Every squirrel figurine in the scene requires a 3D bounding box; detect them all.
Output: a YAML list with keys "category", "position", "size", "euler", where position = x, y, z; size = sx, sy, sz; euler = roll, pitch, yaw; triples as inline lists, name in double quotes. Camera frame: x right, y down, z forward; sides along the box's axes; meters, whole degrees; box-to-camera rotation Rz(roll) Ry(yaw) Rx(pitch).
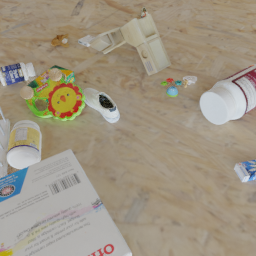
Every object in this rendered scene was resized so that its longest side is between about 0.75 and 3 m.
- category: "squirrel figurine"
  position: [-3.444, -4.415, 13.978]
  size: [0.880, 0.623, 0.821]
  euler: [-25, 44, -27]

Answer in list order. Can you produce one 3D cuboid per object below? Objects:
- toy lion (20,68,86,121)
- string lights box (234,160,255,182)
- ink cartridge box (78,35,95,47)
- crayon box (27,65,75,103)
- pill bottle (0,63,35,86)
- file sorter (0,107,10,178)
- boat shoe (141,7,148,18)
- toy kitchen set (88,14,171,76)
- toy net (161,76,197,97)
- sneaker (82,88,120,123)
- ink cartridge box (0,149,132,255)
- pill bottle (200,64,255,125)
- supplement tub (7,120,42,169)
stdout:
- category: "toy lion"
  position: [-2.649, -1.047, 10.290]
  size: [2.002, 0.687, 1.919]
  euler: [-31, 80, 2]
- category: "string lights box"
  position: [3.857, 1.275, 8.558]
  size: [1.026, 0.302, 0.527]
  euler: [-10, 46, -10]
- category: "ink cartridge box"
  position: [-2.045, -4.464, 14.316]
  size: [0.642, 0.225, 0.789]
  euler: [27, 44, 24]
- category: "crayon box"
  position: [-3.116, -1.843, 11.480]
  size: [1.029, 0.504, 1.732]
  euler: [22, 49, 20]
- category: "pill bottle"
  position: [-4.664, -2.308, 11.768]
  size: [1.378, 0.765, 0.765]
  euler: [-19, 49, -19]
- category: "file sorter"
  position: [-4.923, 0.365, 8.399]
  size: [2.044, 1.834, 2.946]
  euler: [-11, 47, -10]
- category: "boat shoe"
  position: [0.972, -6.600, 16.264]
  size: [0.428, 0.376, 1.203]
  euler: [-1, 47, -3]
- category: "toy kitchen set"
  position: [-0.128, -3.215, 12.461]
  size: [2.200, 2.433, 2.696]
  euler: [-34, 14, -36]
- category: "toy net"
  position: [2.149, -1.839, 11.633]
  size: [1.609, 0.311, 0.844]
  euler: [-25, 50, -26]
- category: "sneaker"
  position: [-1.018, -1.063, 10.551]
  size: [0.764, 0.741, 2.092]
  euler: [-32, 54, -28]
- category: "ink cartridge box"
  position: [-1.526, 2.442, 6.144]
  size: [2.129, 2.092, 2.892]
  euler: [-22, 49, -20]
- category: "pill bottle"
  position: [3.992, -1.209, 10.170]
  size: [2.617, 1.494, 1.494]
  euler: [-27, 51, -24]
- category: "supplement tub"
  position: [-3.244, 0.506, 8.845]
  size: [0.985, 0.985, 1.355]
  euler: [-8, 46, -8]
